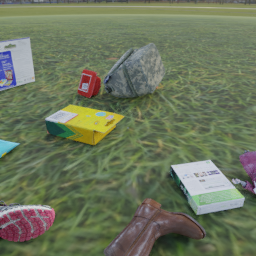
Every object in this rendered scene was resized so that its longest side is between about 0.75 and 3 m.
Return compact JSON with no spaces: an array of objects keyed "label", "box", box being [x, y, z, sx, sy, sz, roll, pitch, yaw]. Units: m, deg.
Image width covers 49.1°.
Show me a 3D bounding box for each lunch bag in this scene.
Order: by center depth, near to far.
[{"label":"lunch bag","box":[0.207,-2.198,11.120,1.863,1.548,2.221,-11,31,32]}]

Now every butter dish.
[{"label":"butter dish","box":[-1.429,-1.728,11.229,0.770,1.039,1.041,10,9,-45]}]

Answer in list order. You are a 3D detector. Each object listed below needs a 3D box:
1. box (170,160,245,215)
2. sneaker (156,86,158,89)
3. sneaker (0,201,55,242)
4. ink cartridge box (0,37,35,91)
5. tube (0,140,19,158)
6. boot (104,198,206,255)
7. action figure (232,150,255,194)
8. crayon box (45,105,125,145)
[{"label":"box","box":[1.627,1.214,5.996,1.019,0.257,1.412,-6,26,-12]},{"label":"sneaker","box":[0.747,-1.827,11.859,0.957,0.371,0.536,16,30,29]},{"label":"sneaker","box":[-2.135,1.543,4.870,1.682,0.678,0.628,-4,25,-7]},{"label":"ink cartridge box","box":[-4.950,-2.723,11.830,0.467,1.989,1.966,19,32,33]},{"label":"tube","box":[-3.558,0.742,6.696,0.818,0.532,2.112,14,26,9]},{"label":"boot","box":[0.448,1.886,4.520,1.274,0.439,1.367,19,37,25]},{"label":"action figure","box":[2.797,1.098,6.024,0.860,0.956,1.284,-18,37,29]},{"label":"crayon box","box":[-1.251,-0.109,8.301,1.993,0.506,1.265,12,29,24]}]
